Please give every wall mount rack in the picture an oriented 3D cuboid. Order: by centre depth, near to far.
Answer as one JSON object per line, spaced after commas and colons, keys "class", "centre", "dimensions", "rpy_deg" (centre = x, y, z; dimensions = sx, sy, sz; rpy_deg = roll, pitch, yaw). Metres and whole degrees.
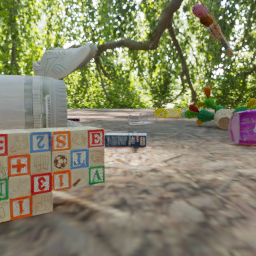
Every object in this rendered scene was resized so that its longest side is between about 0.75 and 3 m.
{"class": "wall mount rack", "centre": [0.694, -0.369, 11.183], "dimensions": [1.173, 0.503, 1.350], "rpy_deg": [4, 7, 37]}

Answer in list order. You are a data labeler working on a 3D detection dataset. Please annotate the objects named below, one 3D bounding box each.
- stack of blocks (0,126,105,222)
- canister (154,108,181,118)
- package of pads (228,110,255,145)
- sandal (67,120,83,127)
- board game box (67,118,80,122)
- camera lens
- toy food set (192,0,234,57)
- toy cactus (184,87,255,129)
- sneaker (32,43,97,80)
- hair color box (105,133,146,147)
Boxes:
{"class": "stack of blocks", "centre": [-0.740, 0.331, 2.247], "dimensions": [1.112, 0.640, 0.326], "rpy_deg": [-3, 6, -35]}
{"class": "canister", "centre": [2.428, -0.925, 17.143], "dimensions": [1.399, 0.605, 1.039], "rpy_deg": [-6, 8, -42]}
{"class": "package of pads", "centre": [3.043, -0.052, 6.258], "dimensions": [1.139, 0.715, 1.890], "rpy_deg": [0, 4, 33]}
{"class": "sandal", "centre": [-1.598, 0.148, 5.775], "dimensions": [1.488, 0.606, 0.366], "rpy_deg": [-2, -35, -17]}
{"class": "board game box", "centre": [-3.010, -0.411, 13.597], "dimensions": [1.305, 0.211, 0.783], "rpy_deg": [-1, 9, -11]}
{"class": "camera lens", "centre": [-1.865, -0.210, 4.599], "dimensions": [1.626, 1.301, 1.301], "rpy_deg": [-1, 5, -16]}
{"class": "toy food set", "centre": [1.699, -2.144, 5.882], "dimensions": [0.242, 1.540, 0.979], "rpy_deg": [-35, -55, 30]}
{"class": "toy cactus", "centre": [3.508, -0.603, 10.208], "dimensions": [2.851, 1.458, 2.353], "rpy_deg": [7, 18, 12]}
{"class": "sneaker", "centre": [-1.429, -1.409, 5.938], "dimensions": [1.792, 0.718, 0.630], "rpy_deg": [-21, 15, 33]}
{"class": "hair color box", "centre": [-0.039, 0.238, 5.600], "dimensions": [0.814, 0.246, 0.407], "rpy_deg": [0, 5, 4]}
